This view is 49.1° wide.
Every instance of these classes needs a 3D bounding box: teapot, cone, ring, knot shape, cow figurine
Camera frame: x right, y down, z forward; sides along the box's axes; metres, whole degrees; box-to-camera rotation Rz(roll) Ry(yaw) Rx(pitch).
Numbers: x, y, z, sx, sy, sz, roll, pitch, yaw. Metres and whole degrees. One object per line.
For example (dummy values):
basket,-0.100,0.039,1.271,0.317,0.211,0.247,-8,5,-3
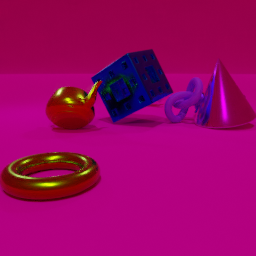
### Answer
teapot,-1.350,-0.571,6.871,1.911,0.936,1.188,-20,-32,32
cone,2.488,-1.030,7.450,1.630,1.636,1.630,-10,17,3
ring,-1.028,0.602,3.785,1.304,0.261,1.304,0,12,0
knot shape,1.670,-0.773,8.001,0.636,1.377,1.289,48,16,14
cow figurine,2.843,-0.761,8.871,1.346,0.751,1.367,-34,48,-28

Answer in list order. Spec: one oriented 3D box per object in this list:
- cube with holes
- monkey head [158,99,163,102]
cube with holes,0.143,-1.187,7.793,1.382,1.382,1.382,-25,3,37
monkey head,1.106,-1.409,11.382,0.932,1.296,0.781,37,19,17
